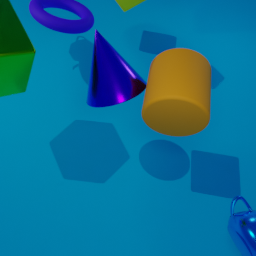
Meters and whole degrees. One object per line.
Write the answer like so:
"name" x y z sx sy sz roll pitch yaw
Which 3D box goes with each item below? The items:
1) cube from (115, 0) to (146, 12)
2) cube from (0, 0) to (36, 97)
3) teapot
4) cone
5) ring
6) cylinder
"cube" 0.083 -4.363 8.483 0.974 0.974 0.974 -12 48 39
"cube" -2.867 -1.518 5.575 1.396 1.396 1.396 -20 73 -36
"teapot" 2.634 2.204 5.622 0.876 1.112 1.789 -28 75 -4
"cone" -0.436 -1.341 5.769 1.365 1.371 1.365 -14 27 7
"ring" -1.866 -3.276 8.010 1.839 0.368 1.839 13 42 -12
"cylinder" 0.971 -0.674 5.489 1.255 1.255 1.255 9 58 4
